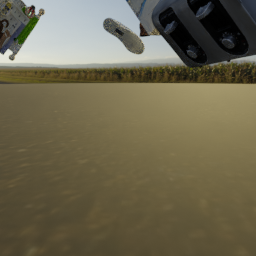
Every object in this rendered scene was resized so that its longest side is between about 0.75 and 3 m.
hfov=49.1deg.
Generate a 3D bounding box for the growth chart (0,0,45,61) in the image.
[{"bbox_3d":[-3.042,-2.446,6.375,0.230,1.877,2.594,32,5,12],"label":"growth chart"}]

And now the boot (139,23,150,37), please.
[{"bbox_3d":[0.896,-3.954,10.984,0.932,0.775,0.337,-1,-13,15],"label":"boot"}]

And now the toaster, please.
[{"bbox_3d":[2.019,-2.625,5.141,1.616,2.723,2.462,40,-7,-19],"label":"toaster"}]

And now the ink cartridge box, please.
[{"bbox_3d":[0.779,-3.302,7.315,1.059,1.438,1.040,-23,-12,-49],"label":"ink cartridge box"}]

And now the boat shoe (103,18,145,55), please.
[{"bbox_3d":[-0.069,-3.102,9.313,1.634,0.601,0.534,41,30,-6],"label":"boat shoe"}]
